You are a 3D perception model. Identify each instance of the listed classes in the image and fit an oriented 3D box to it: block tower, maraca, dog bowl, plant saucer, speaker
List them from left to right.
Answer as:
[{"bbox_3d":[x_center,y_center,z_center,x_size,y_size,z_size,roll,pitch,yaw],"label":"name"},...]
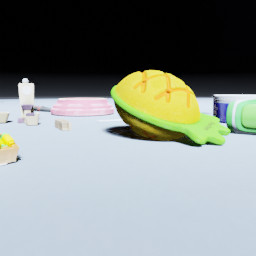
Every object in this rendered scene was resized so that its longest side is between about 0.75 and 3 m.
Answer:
[{"bbox_3d":[-1.622,-0.085,6.942,0.237,0.222,0.821,-5,9,-28],"label":"block tower"},{"bbox_3d":[-1.847,-0.897,11.448,2.560,0.649,2.560,-1,8,0],"label":"plant saucer"},{"bbox_3d":[0.781,-0.337,5.428,2.398,1.283,1.644,27,31,18],"label":"maraca"},{"bbox_3d":[3.671,-0.602,8.557,2.068,0.815,2.068,0,7,0],"label":"dog bowl"},{"bbox_3d":[3.022,-0.210,5.850,1.747,0.773,0.773,5,9,34],"label":"speaker"}]

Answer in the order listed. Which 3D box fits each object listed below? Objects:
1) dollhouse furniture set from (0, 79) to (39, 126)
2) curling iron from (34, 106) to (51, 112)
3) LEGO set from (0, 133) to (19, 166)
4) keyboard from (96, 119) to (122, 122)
[{"bbox_3d":[-3.495,-0.755,7.871,1.830,1.299,1.450,-3,8,-20],"label":"dollhouse furniture set"},{"bbox_3d":[-3.906,-0.896,12.871,2.039,0.261,0.506,6,9,40],"label":"curling iron"},{"bbox_3d":[-2.608,0.044,2.725,2.879,1.071,1.324,-3,8,-22],"label":"LEGO set"},{"bbox_3d":[-0.444,-0.242,8.818,1.112,0.059,0.313,-3,3,-24],"label":"keyboard"}]
